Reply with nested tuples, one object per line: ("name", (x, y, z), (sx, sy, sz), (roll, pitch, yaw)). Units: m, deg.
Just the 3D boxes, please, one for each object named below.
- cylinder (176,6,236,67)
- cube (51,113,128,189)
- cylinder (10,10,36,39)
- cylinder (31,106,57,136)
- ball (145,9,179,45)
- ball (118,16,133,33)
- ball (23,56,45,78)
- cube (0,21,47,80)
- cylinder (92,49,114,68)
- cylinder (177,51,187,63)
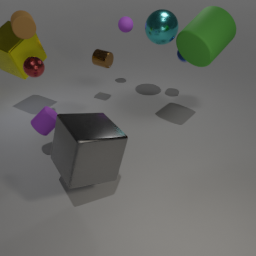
("cylinder", (2.536, -2.965, 9.144), (1.400, 1.400, 1.400), (30, 69, 39))
("cube", (-1.063, 0.526, 7.354), (1.400, 1.400, 1.400), (-4, 31, -35))
("cylinder", (-3.260, -3.215, 8.714), (0.700, 0.700, 0.700), (-12, 39, -19))
("cylinder", (-2.655, -0.226, 9.080), (0.700, 0.700, 0.700), (-43, 36, 8))
("ball", (1.403, -4.197, 11.682), (1.400, 1.400, 1.400), (0, 32, 0))
("ball", (-0.107, -4.769, 12.915), (0.700, 0.700, 0.700), (0, 32, 0))
("ball", (-3.166, -2.050, 9.422), (0.700, 0.700, 0.700), (0, 32, 0))
("cube", (-4.256, -2.973, 10.706), (1.400, 1.400, 1.400), (24, 63, 22))
("cylinder", (-1.091, -3.005, 12.136), (0.700, 0.700, 0.700), (20, 37, 22))
("cylinder", (2.552, -3.309, 12.498), (0.700, 0.700, 0.700), (7, 9, 11))
